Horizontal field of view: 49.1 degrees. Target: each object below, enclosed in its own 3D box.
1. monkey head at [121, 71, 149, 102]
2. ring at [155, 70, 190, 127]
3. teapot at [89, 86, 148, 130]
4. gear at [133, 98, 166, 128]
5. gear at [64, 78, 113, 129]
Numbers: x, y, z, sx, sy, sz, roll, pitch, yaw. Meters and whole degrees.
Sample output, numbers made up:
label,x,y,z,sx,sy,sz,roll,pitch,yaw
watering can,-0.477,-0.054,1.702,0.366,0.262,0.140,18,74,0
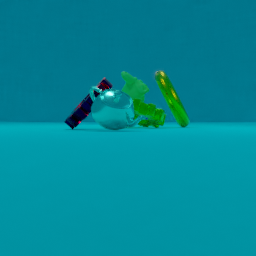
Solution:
label,x,y,z,sx,sy,sz,roll,pitch,yaw
monkey head,0.048,-1.203,9.183,1.177,0.986,1.637,34,19,-23
ring,1.452,-0.956,9.191,0.406,2.031,2.031,-27,-4,11
teapot,-0.231,-0.391,5.485,1.422,0.696,0.884,35,42,20
gear,0.191,-0.422,7.919,1.717,0.317,1.717,14,-11,3
gear,-0.948,-0.595,6.734,0.263,1.424,1.424,43,-10,-13
